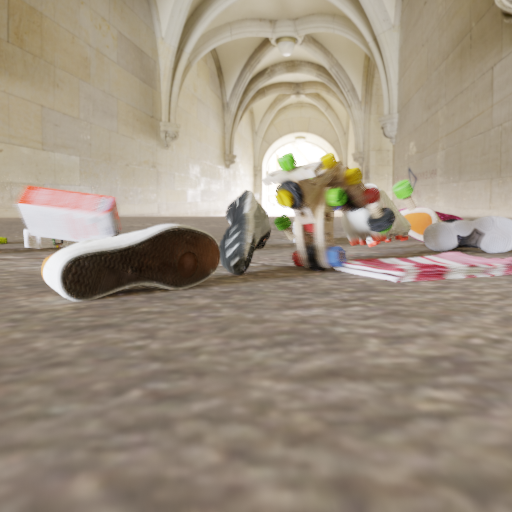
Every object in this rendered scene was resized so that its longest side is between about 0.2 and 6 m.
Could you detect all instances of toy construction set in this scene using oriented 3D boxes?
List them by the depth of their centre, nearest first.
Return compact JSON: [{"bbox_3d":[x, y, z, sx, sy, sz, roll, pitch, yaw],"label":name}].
[{"bbox_3d":[0.869,-1.065,9.092,1.987,1.831,2.383,-41,26,-13],"label":"toy construction set"}]

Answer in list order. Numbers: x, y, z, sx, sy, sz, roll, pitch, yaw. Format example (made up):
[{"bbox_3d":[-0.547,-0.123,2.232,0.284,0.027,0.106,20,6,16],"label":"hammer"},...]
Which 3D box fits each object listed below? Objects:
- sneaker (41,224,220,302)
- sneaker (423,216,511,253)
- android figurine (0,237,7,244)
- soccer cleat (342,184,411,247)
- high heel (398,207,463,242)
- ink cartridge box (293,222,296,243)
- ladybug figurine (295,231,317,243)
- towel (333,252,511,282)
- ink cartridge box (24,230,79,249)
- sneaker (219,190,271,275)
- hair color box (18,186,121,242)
[{"bbox_3d":[-1.491,0.009,6.787,2.208,0.804,0.935,-6,11,-40],"label":"sneaker"},{"bbox_3d":[4.815,-0.508,12.464,2.103,0.794,1.197,0,7,18],"label":"sneaker"},{"bbox_3d":[-7.116,-0.400,14.610,1.075,0.221,0.978,-2,5,-38],"label":"android figurine"},{"bbox_3d":[2.583,-0.885,11.972,1.130,1.265,3.261,-11,-4,24],"label":"soccer cleat"},{"bbox_3d":[4.919,-0.977,16.092,2.821,0.950,1.353,3,14,-19],"label":"high heel"},{"bbox_3d":[1.484,-0.663,15.633,0.918,0.539,1.254,1,4,4],"label":"ink cartridge box"},{"bbox_3d":[1.017,-0.236,9.595,0.359,0.677,0.997,-4,-24,37],"label":"ladybug figurine"},{"bbox_3d":[2.570,0.134,8.548,2.292,0.261,1.651,-3,5,-24],"label":"towel"},{"bbox_3d":[-4.964,-0.431,13.610,0.769,0.446,1.062,4,7,40],"label":"ink cartridge box"},{"bbox_3d":[-0.090,-0.338,8.848,0.750,0.699,1.893,38,32,-20],"label":"sneaker"},{"bbox_3d":[-3.426,-0.733,10.414,1.636,0.523,0.907,9,-38,3],"label":"hair color box"}]
